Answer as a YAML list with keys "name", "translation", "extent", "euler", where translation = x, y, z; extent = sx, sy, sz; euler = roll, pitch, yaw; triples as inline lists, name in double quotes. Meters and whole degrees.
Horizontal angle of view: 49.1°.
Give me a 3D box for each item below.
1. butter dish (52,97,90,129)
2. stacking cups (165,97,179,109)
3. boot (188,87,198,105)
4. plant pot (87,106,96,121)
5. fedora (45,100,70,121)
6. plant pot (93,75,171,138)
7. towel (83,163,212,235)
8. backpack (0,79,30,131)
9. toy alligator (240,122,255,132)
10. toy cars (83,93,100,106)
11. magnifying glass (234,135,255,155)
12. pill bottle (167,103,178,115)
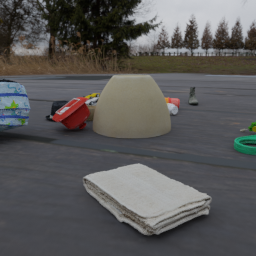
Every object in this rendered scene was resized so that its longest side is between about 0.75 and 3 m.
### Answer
- name: "butter dish"
  translation: [-1.891, -0.404, 10.145]
  extent: [1.364, 1.011, 1.368]
  euler: [-40, 22, -16]
- name: "stacking cups"
  translation: [1.257, -1.333, 14.159]
  extent: [2.635, 0.797, 0.797]
  euler: [0, 14, 1]
- name: "boot"
  translation: [3.702, -1.856, 16.000]
  extent: [0.494, 0.954, 1.460]
  euler: [0, 14, 2]
- name: "plant pot"
  translation: [-1.565, -0.604, 11.754]
  extent: [0.831, 0.558, 0.831]
  euler: [0, 13, 0]
- name: "fedora"
  translation: [-2.799, -0.798, 12.146]
  extent: [1.640, 0.749, 1.640]
  euler: [0, 14, 0]
- name: "plant pot"
  translation: [0.147, -0.938, 10.237]
  extent: [2.905, 1.950, 2.905]
  euler: [0, 13, 0]
- name: "towel"
  translation: [0.266, 1.169, 5.031]
  extent: [1.418, 0.369, 2.140]
  euler: [-7, 15, -33]
- name: "backpack"
  translation: [-4.505, -0.640, 8.924]
  extent: [2.725, 2.095, 2.223]
  euler: [-26, -7, 4]
- name: "toy alligator"
  translation: [4.337, -0.068, 9.442]
  extent: [0.388, 0.355, 1.309]
  euler: [-15, 7, -33]
- name: "toy cars"
  translation: [-1.977, -1.428, 15.276]
  extent: [1.064, 0.525, 2.373]
  euler: [-11, 19, -5]
- name: "magnifying glass"
  translation: [4.115, 0.367, 8.519]
  extent: [1.069, 0.301, 2.687]
  euler: [12, 20, 42]
- name: "pill bottle"
  translation: [1.872, -0.897, 13.050]
  extent: [0.510, 0.510, 0.908]
  euler: [-10, 18, -34]
